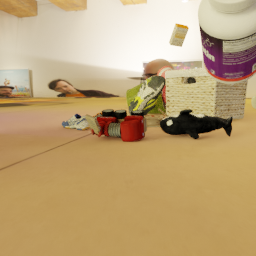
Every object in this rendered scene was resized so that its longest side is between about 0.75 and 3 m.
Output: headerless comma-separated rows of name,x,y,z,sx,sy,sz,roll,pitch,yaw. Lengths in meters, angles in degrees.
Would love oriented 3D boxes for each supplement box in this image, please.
supplement box,2.040,-3.726,11.271,0.527,0.837,0.308,5,40,-16

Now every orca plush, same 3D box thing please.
orca plush,1.710,0.092,6.972,1.796,0.638,0.945,9,-38,-6

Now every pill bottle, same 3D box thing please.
pill bottle,2.737,-2.552,7.300,1.684,1.684,2.996,3,-22,21

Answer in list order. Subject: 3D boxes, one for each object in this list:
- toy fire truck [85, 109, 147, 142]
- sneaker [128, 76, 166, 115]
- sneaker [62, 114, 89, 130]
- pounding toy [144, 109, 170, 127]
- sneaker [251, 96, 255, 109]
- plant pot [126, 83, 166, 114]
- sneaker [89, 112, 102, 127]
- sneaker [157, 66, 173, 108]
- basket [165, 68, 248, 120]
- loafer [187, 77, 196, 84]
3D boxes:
toy fire truck,-0.329,-0.052,6.504,1.223,0.894,1.390,4,20,22
sneaker,0.931,-1.377,12.226,0.968,0.852,2.288,3,-39,-44
sneaker,-1.607,-0.212,8.599,1.087,0.479,0.409,4,10,33
pounding toy,0.900,-0.369,9.208,1.073,0.615,0.613,-1,12,-5
sneaker,8.396,-1.495,17.025,0.908,0.806,2.149,-3,18,-8
plant pot,0.926,-1.491,14.073,1.816,1.886,1.886,-11,5,16
sneaker,-0.960,-0.273,9.043,1.251,0.483,0.490,-1,9,6
sneaker,1.972,-1.496,12.825,0.950,2.579,1.119,-21,39,2
basket,3.136,-1.367,11.298,2.522,2.028,2.499,-6,10,-41
loafer,3.166,-1.442,11.460,0.694,0.718,2.044,16,38,-50
